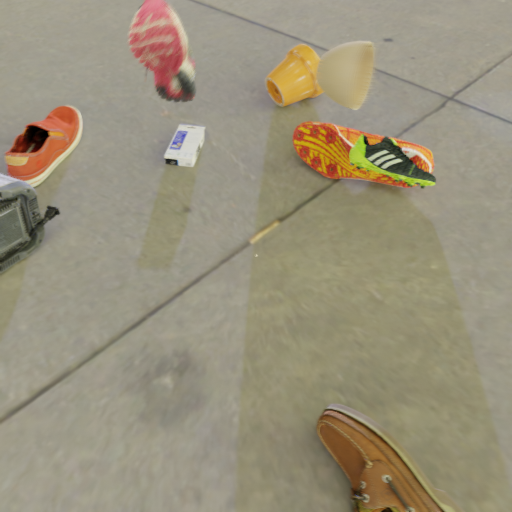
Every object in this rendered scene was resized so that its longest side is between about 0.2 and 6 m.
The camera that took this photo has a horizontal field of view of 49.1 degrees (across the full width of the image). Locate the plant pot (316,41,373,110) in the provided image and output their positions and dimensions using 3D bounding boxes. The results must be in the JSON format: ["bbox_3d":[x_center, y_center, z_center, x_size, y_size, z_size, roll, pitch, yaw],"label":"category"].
[{"bbox_3d":[1.542,-3.289,10.062,0.784,1.167,1.167,18,48,21],"label":"plant pot"}]

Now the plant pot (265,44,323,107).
[{"bbox_3d":[1.009,-4.787,15.258,1.309,1.430,1.430,-35,53,-10],"label":"plant pot"}]

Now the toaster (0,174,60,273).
[{"bbox_3d":[-5.597,-0.648,10.748,1.968,1.731,3.047,22,42,22],"label":"toaster"}]

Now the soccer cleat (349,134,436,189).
[{"bbox_3d":[2.585,-1.813,10.558,1.818,0.737,0.614,27,9,33],"label":"soccer cleat"}]

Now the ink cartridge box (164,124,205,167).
[{"bbox_3d":[-1.741,-2.752,13.892,0.715,0.282,1.438,7,47,8],"label":"ink cartridge box"}]

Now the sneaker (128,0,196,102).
[{"bbox_3d":[-1.809,-4.109,11.038,1.066,2.645,0.988,1,74,2],"label":"sneaker"}]

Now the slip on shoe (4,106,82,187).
[{"bbox_3d":[-5.093,-2.862,13.546,1.129,0.932,3.047,7,44,9],"label":"slip on shoe"}]

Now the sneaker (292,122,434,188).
[{"bbox_3d":[2.444,-2.359,13.124,3.331,1.216,1.285,20,27,13],"label":"sneaker"}]

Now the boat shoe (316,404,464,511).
[{"bbox_3d":[1.717,3.159,7.536,0.932,0.986,2.741,-32,53,-29],"label":"boat shoe"}]
